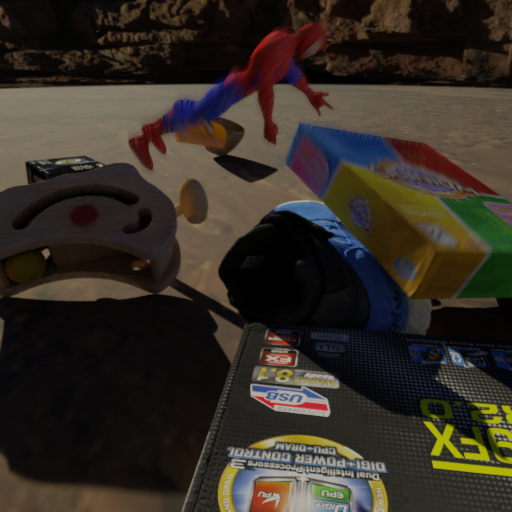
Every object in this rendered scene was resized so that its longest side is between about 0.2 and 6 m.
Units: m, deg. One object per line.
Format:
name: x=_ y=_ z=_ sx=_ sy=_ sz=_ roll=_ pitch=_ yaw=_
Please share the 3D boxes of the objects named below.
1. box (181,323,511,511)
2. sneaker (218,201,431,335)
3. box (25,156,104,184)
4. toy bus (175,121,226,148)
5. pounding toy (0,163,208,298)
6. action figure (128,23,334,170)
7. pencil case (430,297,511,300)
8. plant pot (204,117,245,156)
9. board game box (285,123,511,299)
box: x=1.377 y=1.540 z=4.060 sx=3.422 sy=0.758 sz=2.742 roll=3 pitch=21 yaw=8
sneaker: x=0.361 y=-0.039 z=6.862 sx=1.921 sy=1.326 sz=3.454 roll=16 pitch=18 yaw=-29
box: x=-4.205 y=-1.700 z=12.561 sx=1.414 sy=0.744 sz=1.727 roll=-13 pitch=24 yaw=-32
toy bus: x=-1.151 y=-2.343 z=10.484 sx=1.138 sy=0.446 sz=0.371 roll=5 pitch=26 yaw=-17
pounding toy: x=-2.082 y=-0.047 z=8.175 sx=3.256 sy=1.868 sz=1.862 roll=-16 pitch=53 yaw=-15
action figure: x=-0.116 y=-1.466 z=5.887 sx=2.286 sy=1.131 sz=0.746 roll=-30 pitch=24 yaw=27
pencil case: x=2.508 y=0.204 z=7.506 sx=2.049 sy=0.930 sz=0.960 roll=0 pitch=-13 yaw=-5
plant pot: x=-1.115 y=-3.605 z=17.090 sx=1.370 sy=0.920 sz=1.370 roll=17 pitch=25 yaw=-9
board game box: x=1.993 y=-0.619 z=6.814 sx=2.281 sy=0.601 sz=2.981 roll=1 pitch=34 yaw=-29
